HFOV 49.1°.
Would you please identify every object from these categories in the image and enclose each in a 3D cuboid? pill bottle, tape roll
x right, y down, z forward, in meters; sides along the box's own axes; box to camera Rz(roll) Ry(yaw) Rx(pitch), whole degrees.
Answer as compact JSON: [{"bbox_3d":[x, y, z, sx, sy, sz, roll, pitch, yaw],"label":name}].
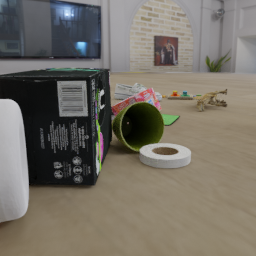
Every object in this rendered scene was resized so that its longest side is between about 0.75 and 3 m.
[{"bbox_3d":[-2.874,0.534,3.516,2.963,1.663,1.663,-5,15,-17],"label":"pill bottle"},{"bbox_3d":[0.823,0.601,6.249,1.150,0.210,1.150,0,15,0],"label":"tape roll"}]

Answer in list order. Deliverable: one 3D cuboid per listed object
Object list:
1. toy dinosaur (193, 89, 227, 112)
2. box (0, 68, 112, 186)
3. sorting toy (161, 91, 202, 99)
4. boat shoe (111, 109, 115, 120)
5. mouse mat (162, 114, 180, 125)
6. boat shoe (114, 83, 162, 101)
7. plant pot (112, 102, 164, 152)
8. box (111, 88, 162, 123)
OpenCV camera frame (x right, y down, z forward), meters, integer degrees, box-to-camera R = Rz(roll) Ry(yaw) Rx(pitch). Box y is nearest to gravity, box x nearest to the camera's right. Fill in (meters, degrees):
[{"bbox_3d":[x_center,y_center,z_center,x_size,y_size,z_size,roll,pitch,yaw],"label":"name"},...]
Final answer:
[{"bbox_3d":[3.792,-1.401,13.006,1.514,0.872,2.995,2,14,15],"label":"toy dinosaur"},{"bbox_3d":[-1.287,-0.238,5.916,1.659,1.982,2.669,1,14,2],"label":"box"},{"bbox_3d":[2.972,-1.906,16.023,2.697,0.367,1.518,2,14,7],"label":"sorting toy"},{"bbox_3d":[-0.978,-0.557,10.129,1.769,0.586,0.618,-7,16,-27],"label":"boat shoe"},{"bbox_3d":[0.832,-0.367,10.417,1.958,0.074,1.576,7,17,23],"label":"mouse mat"},{"bbox_3d":[0.480,-1.960,15.096,2.738,0.914,1.007,5,15,20],"label":"boat shoe"},{"bbox_3d":[0.085,-0.036,7.227,1.201,1.201,1.284,-7,4,-25],"label":"plant pot"},{"bbox_3d":[0.333,-0.664,9.274,0.942,0.869,1.835,-22,7,25],"label":"box"}]
